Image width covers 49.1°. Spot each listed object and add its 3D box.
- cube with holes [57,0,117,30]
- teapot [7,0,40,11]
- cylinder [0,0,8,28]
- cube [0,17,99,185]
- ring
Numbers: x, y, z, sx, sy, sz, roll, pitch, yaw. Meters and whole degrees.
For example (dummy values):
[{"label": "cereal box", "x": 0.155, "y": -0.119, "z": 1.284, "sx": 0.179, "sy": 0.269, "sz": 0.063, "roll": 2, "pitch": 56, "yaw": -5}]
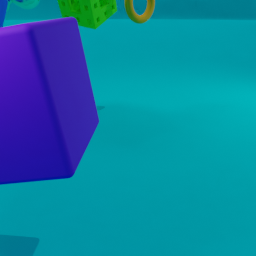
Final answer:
[{"label": "cube with holes", "x": -1.149, "y": -3.648, "z": 7.791, "sx": 1.153, "sy": 1.153, "sz": 1.153, "roll": 20, "pitch": 54, "yaw": 23}, {"label": "teapot", "x": -2.556, "y": -3.283, "z": 6.922, "sx": 1.298, "sy": 0.807, "sz": 0.635, "roll": -32, "pitch": -10, "yaw": -9}, {"label": "cylinder", "x": -3.233, "y": -2.281, "z": 5.765, "sx": 1.213, "sy": 1.213, "sz": 1.213, "roll": 7, "pitch": -11, "yaw": 1}, {"label": "cube", "x": -1.130, "y": -0.314, "z": 2.807, "sx": 1.276, "sy": 1.276, "sz": 1.276, "roll": -7, "pitch": 23, "yaw": 8}, {"label": "ring", "x": 0.357, "y": -3.680, "z": 8.202, "sx": 1.176, "sy": 1.176, "sz": 0.235, "roll": -20, "pitch": 30, "yaw": -39}]
